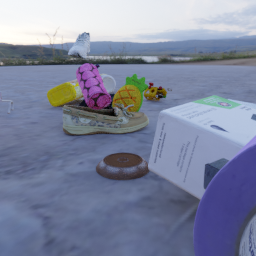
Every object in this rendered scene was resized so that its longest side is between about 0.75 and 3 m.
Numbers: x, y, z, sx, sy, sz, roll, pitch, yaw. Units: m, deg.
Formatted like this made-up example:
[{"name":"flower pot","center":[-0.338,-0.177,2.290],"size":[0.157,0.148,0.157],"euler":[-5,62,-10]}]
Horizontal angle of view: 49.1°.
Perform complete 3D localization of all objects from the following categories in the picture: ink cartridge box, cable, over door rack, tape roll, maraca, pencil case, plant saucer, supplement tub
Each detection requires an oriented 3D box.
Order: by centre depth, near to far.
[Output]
[{"name":"tape roll","center":[1.769,0.967,2.152],"size":[2.305,2.305,0.979],"euler":[12,20,36]},{"name":"ink cartridge box","center":[2.128,0.551,4.644],"size":[2.865,1.203,2.084],"euler":[27,29,34]},{"name":"plant saucer","center":[-0.114,0.825,6.470],"size":[1.263,0.231,1.263],"euler":[1,17,0]},{"name":"pencil case","center":[-1.119,-1.381,9.291],"size":[0.900,0.872,1.921],"euler":[38,21,-42]},{"name":"maraca","center":[0.063,-1.209,10.956],"size":[1.278,1.864,0.997],"euler":[28,5,25]},{"name":"over door rack","center":[-5.734,-0.953,11.461],"size":[1.598,0.720,2.163],"euler":[-3,-5,-10]},{"name":"cable","center":[-1.077,-1.438,14.036],"size":[2.177,0.553,1.776],"euler":[0,11,15]},{"name":"supplement tub","center":[-1.478,-2.793,17.477],"size":[1.128,1.128,1.562],"euler":[-5,17,-18]}]

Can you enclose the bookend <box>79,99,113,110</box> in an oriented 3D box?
[{"name":"bookend","center":[-1.192,-0.476,10.114],"size":[1.236,1.228,0.569],"euler":[-49,28,-5]}]

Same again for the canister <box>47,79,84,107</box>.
[{"name":"canister","center":[-2.732,-1.855,13.912],"size":[1.671,0.974,2.250],"euler":[-18,10,26]}]

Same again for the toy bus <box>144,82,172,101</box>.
[{"name":"toy bus","center":[1.479,-1.755,14.667],"size":[1.235,0.676,1.309],"euler":[22,-15,-6]}]

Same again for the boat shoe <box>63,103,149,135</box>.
[{"name":"boat shoe","center":[-0.686,-0.353,9.313],"size":[2.920,0.915,1.070],"euler":[-5,17,-17]}]

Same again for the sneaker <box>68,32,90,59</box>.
[{"name":"sneaker","center":[-1.109,-1.935,6.500],"size":[0.431,0.504,1.158],"euler":[11,29,-7]}]

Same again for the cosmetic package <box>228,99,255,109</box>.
[{"name":"cosmetic package","center":[4.755,-0.684,10.920],"size":[1.671,0.432,1.260],"euler":[12,21,10]}]
